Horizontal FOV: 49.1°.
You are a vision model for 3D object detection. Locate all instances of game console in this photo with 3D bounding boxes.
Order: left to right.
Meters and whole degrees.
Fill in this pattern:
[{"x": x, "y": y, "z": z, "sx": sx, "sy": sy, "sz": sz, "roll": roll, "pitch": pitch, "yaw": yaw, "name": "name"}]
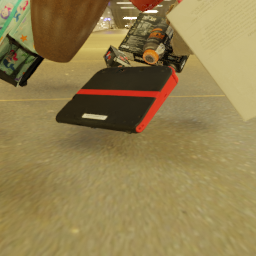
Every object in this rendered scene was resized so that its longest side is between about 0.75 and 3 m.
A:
[{"x": -0.173, "y": -0.514, "z": 4.618, "sx": 1.728, "sy": 0.268, "sz": 1.529, "roll": 7, "pitch": 48, "yaw": 35, "name": "game console"}]

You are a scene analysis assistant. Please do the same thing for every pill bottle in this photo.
[{"x": 0.750, "y": -2.161, "z": 7.247, "sx": 0.572, "sy": 0.572, "sz": 1.078, "roll": 11, "pitch": 60, "yaw": 25, "name": "pill bottle"}]

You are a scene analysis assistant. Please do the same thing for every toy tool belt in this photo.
[{"x": 2.115, "y": -3.744, "z": 9.071, "sx": 1.647, "sy": 2.638, "sz": 1.621, "roll": 10, "pitch": 27, "yaw": 26, "name": "toy tool belt"}]

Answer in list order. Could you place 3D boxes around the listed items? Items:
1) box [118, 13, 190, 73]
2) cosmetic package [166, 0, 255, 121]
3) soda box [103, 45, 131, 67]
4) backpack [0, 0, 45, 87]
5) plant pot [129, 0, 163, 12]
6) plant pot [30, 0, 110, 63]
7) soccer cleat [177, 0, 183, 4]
[{"x": 1.175, "y": -3.283, "z": 10.619, "sx": 2.520, "sy": 0.548, "sz": 2.018, "roll": 19, "pitch": 67, "yaw": 20, "name": "box"}, {"x": 2.873, "y": -2.291, "z": 6.596, "sx": 1.827, "sy": 2.973, "sz": 2.963, "roll": -34, "pitch": 9, "yaw": 41, "name": "cosmetic package"}, {"x": -0.372, "y": -2.185, "z": 9.183, "sx": 0.581, "sy": 0.520, "sz": 1.643, "roll": 24, "pitch": 23, "yaw": -24, "name": "soda box"}, {"x": -2.901, "y": -2.900, "z": 7.933, "sx": 2.769, "sy": 2.085, "sz": 2.458, "roll": -36, "pitch": 36, "yaw": 22, "name": "backpack"}, {"x": 0.737, "y": -5.283, "z": 10.990, "sx": 1.238, "sy": 1.092, "sz": 1.239, "roll": -26, "pitch": 9, "yaw": 39, "name": "plant pot"}, {"x": -1.470, "y": -2.532, "z": 6.342, "sx": 1.776, "sy": 1.900, "sz": 1.776, "roll": 20, "pitch": 31, "yaw": -12, "name": "plant pot"}, {"x": 1.488, "y": -3.510, "z": 7.594, "sx": 0.496, "sy": 1.354, "sz": 0.462, "roll": -19, "pitch": 16, "yaw": -34, "name": "soccer cleat"}]
